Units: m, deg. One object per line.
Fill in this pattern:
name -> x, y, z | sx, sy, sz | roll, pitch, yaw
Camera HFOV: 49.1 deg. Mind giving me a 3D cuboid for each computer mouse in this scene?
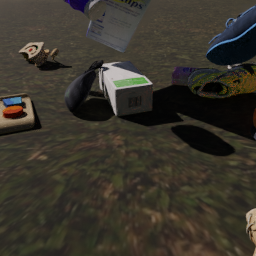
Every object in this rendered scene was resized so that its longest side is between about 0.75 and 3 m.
computer mouse -> -1.417, -1.228, 8.109 | 0.509, 1.337, 1.931 | 37, 38, -22

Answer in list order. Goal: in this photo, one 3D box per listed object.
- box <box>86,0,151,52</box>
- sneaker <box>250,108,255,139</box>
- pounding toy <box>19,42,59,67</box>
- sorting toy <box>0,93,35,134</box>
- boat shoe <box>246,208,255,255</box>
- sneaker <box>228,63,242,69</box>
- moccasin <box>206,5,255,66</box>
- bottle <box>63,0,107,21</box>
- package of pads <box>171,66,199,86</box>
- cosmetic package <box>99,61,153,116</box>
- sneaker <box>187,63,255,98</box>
box -> -0.068, -4.074, 8.269 | 1.353, 2.579, 2.372 | 20, 61, -13
sneaker -> 3.943, -0.383, 6.616 | 1.671, 1.157, 2.983 | 18, 35, 26
pounding toy -> -3.611, -2.842, 11.449 | 1.660, 0.953, 0.949 | 10, 59, 33
sorting toy -> -3.830, -0.359, 7.355 | 2.536, 0.339, 1.889 | -11, 33, -18
boat shoe -> 2.010, 1.493, 4.069 | 0.577, 0.637, 1.788 | 12, 25, 35
sneaker -> 4.220, -2.606, 10.941 | 0.498, 0.534, 1.346 | 11, 34, 15
moccasin -> 2.288, -1.778, 5.207 | 0.821, 0.696, 2.040 | 25, -17, -19
bottle -> -1.398, -3.449, 6.542 | 0.740, 0.946, 2.266 | -38, 77, -12
package of pads -> 2.161, -1.750, 9.542 | 1.296, 0.490, 0.781 | 8, 35, 13
cosmetic package -> -0.125, -1.229, 8.304 | 1.103, 0.870, 2.050 | -11, 34, -15
sneaker -> 3.182, -1.295, 8.488 | 2.643, 0.996, 1.010 | -6, 37, 10
